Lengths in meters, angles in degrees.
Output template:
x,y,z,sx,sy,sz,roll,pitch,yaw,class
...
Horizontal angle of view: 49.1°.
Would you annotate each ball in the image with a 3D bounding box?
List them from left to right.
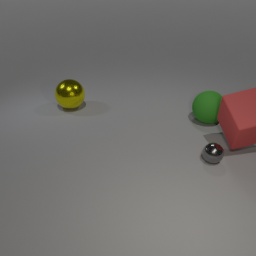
x,y,z,sx,sy,sz,roll,pitch,yaw,class
-2.716,-1.582,13.113,1.400,1.400,1.400,0,29,0,ball
3.433,-0.885,11.882,1.400,1.400,1.400,0,29,0,ball
2.871,0.841,9.436,0.700,0.700,0.700,0,29,0,ball

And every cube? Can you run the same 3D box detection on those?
x,y,z,sx,sy,sz,roll,pitch,yaw,class
4.015,-0.324,9.469,1.400,1.400,1.400,-14,58,1,cube
